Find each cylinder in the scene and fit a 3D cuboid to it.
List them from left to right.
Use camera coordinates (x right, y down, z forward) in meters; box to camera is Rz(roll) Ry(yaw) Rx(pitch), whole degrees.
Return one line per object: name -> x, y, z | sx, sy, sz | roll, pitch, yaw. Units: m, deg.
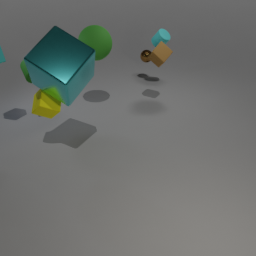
cylinder -> -3.600, -2.166, 10.539 | 0.700, 0.700, 0.700 | -18, 62, -27
cylinder -> 1.637, -4.453, 13.976 | 0.700, 0.700, 0.700 | 16, 58, -27

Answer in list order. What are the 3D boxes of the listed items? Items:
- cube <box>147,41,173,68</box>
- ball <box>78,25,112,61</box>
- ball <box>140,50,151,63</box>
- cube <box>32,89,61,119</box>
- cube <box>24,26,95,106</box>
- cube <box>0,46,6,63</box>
cube -> 1.413, -3.238, 12.359 | 0.700, 0.700, 0.700 | -51, 6, -14
ball -> -1.344, -3.471, 11.456 | 1.400, 1.400, 1.400 | 0, 30, 0
ball -> 1.031, -4.007, 15.623 | 0.700, 0.700, 0.700 | 0, 30, 0
cube -> -2.635, -0.806, 9.104 | 0.700, 0.700, 0.700 | 17, 62, -35
cube -> -1.924, -1.767, 8.194 | 1.400, 1.400, 1.400 | 32, 69, 4
cube -> -4.807, -2.508, 9.634 | 0.700, 0.700, 0.700 | -4, 20, 32
